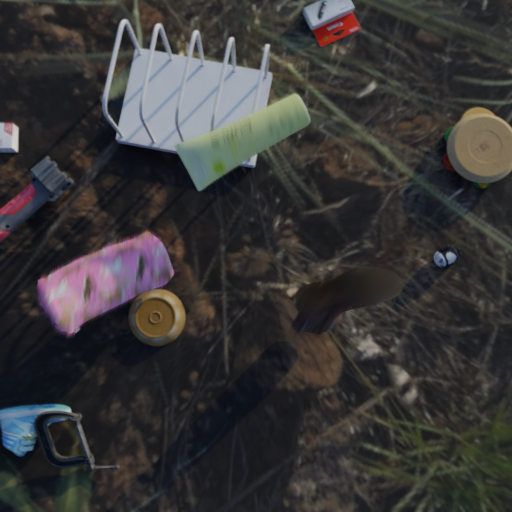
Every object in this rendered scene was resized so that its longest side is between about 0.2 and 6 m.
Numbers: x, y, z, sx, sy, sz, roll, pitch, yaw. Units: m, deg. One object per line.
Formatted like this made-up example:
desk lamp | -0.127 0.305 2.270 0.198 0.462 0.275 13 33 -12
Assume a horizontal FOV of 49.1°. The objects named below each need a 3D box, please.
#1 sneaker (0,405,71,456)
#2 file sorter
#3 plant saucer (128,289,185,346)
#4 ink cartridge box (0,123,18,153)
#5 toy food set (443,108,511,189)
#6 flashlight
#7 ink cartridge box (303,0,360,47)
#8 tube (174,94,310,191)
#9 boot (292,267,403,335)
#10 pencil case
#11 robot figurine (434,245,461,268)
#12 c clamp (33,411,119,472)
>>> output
sneaker | -4.353 3.457 11.086 1.447 0.575 0.945 -5 82 9
file sorter | -1.311 -3.226 11.089 2.966 1.847 2.058 11 84 2
plant saucer | -2.047 1.262 11.467 1.173 0.208 1.173 0 84 0
ink cartridge box | -5.537 -2.476 11.774 0.944 0.319 0.550 0 85 -1
toy food set | 4.689 -2.241 11.723 1.541 0.375 1.526 44 86 4
flashlight | -4.948 -1.033 11.407 2.400 0.813 0.816 -44 66 -5
ink cartridge box | 1.645 -5.123 12.085 1.010 0.220 0.877 -25 84 -2
tube | -0.194 -2.047 9.852 2.328 0.604 0.676 -27 65 -1
boot | 1.625 0.947 10.501 1.928 2.069 0.664 -6 65 2
pencil case | -2.773 0.469 10.516 2.491 1.077 1.031 -29 50 -27
robot figurine | 3.934 0.007 11.520 0.547 0.342 0.411 -26 77 -2
c clamp | -3.574 3.626 10.965 1.365 0.216 1.597 -12 112 6
